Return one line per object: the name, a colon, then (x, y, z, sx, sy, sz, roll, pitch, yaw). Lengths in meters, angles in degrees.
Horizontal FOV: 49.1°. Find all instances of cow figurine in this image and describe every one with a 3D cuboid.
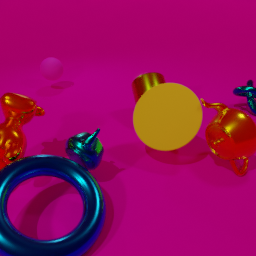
cow figurine: (-2.288, 0.179, 5.410, 0.928, 1.690, 1.663, 18, 30, -12)

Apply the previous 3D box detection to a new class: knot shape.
knot shape: (3.689, -0.955, 8.266, 1.277, 0.590, 1.195, 36, 29, -6)

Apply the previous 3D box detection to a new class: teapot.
teapot: (-0.770, 0.379, 5.279, 0.775, 1.247, 0.611, 41, 60, 4)
teapot: (1.995, 0.125, 5.632, 0.859, 1.754, 1.091, -24, 2, -22)

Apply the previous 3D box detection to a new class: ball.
ball: (-2.633, -2.036, 9.689, 0.786, 0.786, 0.786, 0, 29, 0)

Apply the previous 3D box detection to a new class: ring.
ring: (-1.239, 1.170, 4.282, 1.859, 0.372, 1.859, 14, 42, -13)

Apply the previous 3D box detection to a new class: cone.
cone: (1.030, -0.092, 6.415, 1.445, 1.445, 1.450, 13, -8, 23)

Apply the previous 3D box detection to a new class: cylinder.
cylinder: (0.632, -0.848, 7.500, 0.938, 0.938, 0.938, -7, 68, -12)
